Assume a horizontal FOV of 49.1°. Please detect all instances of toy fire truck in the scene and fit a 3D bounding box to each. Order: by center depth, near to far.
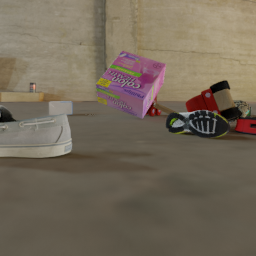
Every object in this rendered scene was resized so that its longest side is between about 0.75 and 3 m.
[{"bbox_3d":[1.785,-0.510,7.682,2.006,1.291,1.766,-20,-9,11],"label":"toy fire truck"},{"bbox_3d":[0.913,-1.174,12.526,0.823,1.233,1.468,4,8,31],"label":"toy fire truck"}]

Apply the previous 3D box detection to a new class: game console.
[{"bbox_3d":[4.077,0.005,6.378,2.279,0.400,2.576,-1,6,-31],"label":"game console"}]

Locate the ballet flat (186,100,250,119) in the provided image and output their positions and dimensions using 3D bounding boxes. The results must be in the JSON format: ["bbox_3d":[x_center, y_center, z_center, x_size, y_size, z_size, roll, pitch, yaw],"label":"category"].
[{"bbox_3d":[3.380,-0.742,11.062,2.579,0.875,0.971,7,27,33],"label":"ballet flat"}]

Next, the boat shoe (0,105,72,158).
[{"bbox_3d":[-1.881,0.027,4.236,2.082,0.741,0.726,0,7,2],"label":"boat shoe"}]

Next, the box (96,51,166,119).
[{"bbox_3d":[0.154,-1.759,11.004,1.956,1.075,2.224,21,56,15],"label":"box"}]

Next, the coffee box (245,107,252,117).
[{"bbox_3d":[4.385,-0.765,12.345,1.294,0.463,2.105,0,7,-1],"label":"coffee box"}]

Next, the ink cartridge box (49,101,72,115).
[{"bbox_3d":[-3.243,-0.981,13.522,1.050,0.619,1.823,-1,7,-13],"label":"ink cartridge box"}]

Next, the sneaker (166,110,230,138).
[{"bbox_3d":[1.617,-0.114,6.309,0.661,0.603,1.632,-1,7,-35],"label":"sneaker"}]
